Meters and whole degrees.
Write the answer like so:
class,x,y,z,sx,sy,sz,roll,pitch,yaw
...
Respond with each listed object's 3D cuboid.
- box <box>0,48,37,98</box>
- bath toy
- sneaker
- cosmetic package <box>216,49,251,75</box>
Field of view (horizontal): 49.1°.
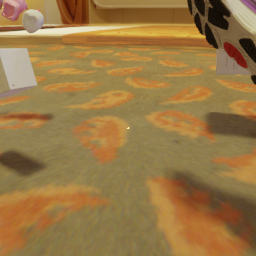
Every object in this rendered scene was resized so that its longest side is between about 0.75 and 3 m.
class,x,y,z,sx,sy,sz,roll,pitch,yaw
box,-2.294,-0.966,5.176,1.131,0.704,0.551,-8,9,40
bath toy,-2.953,-3.119,7.135,1.861,0.809,0.688,30,20,-5
sneaker,1.696,-1.482,3.631,1.134,1.096,2.718,-33,69,-2
cosmetic package,3.059,-2.217,6.804,1.709,1.421,1.430,3,36,15
